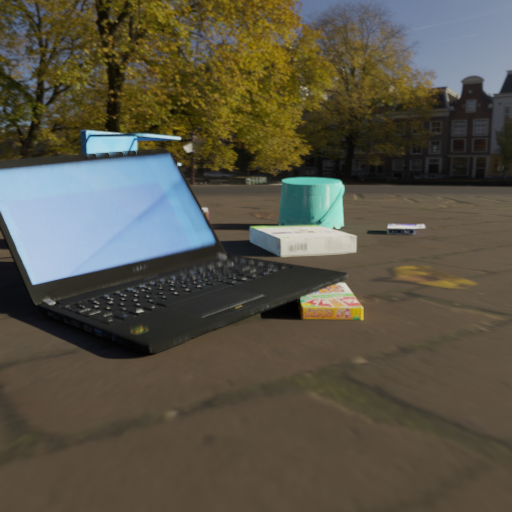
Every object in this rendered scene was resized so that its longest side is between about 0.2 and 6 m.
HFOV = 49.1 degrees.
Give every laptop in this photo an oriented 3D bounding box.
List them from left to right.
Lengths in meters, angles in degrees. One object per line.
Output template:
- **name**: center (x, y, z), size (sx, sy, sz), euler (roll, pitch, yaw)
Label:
- **laptop**: center (-1.058, -0.362, 6.293), size (3.144, 1.623, 2.786), euler (8, 17, 44)

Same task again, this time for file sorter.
- **file sorter**: center (-2.246, -1.223, 10.540), size (1.331, 2.169, 1.505), euler (4, 10, 23)

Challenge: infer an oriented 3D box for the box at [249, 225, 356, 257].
- **box**: center (0.821, -0.316, 10.681), size (1.455, 0.366, 2.016), euler (-2, 11, -15)

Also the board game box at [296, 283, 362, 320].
- **board game box**: center (0.765, 0.478, 6.253), size (0.620, 0.195, 1.298), euler (0, 7, 0)

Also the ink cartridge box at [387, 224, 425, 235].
- **ink cartridge box**: center (3.494, -0.618, 13.060), size (0.852, 0.185, 0.844), euler (0, 9, 16)

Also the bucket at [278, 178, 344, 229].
- **bucket**: center (1.390, -1.330, 14.102), size (1.748, 1.137, 1.748), euler (0, 15, 0)

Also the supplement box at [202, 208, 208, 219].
- **supplement box**: center (-1.549, -0.915, 13.792), size (0.743, 0.487, 0.384), euler (0, 23, -5)
